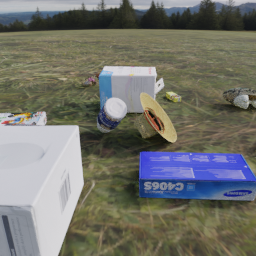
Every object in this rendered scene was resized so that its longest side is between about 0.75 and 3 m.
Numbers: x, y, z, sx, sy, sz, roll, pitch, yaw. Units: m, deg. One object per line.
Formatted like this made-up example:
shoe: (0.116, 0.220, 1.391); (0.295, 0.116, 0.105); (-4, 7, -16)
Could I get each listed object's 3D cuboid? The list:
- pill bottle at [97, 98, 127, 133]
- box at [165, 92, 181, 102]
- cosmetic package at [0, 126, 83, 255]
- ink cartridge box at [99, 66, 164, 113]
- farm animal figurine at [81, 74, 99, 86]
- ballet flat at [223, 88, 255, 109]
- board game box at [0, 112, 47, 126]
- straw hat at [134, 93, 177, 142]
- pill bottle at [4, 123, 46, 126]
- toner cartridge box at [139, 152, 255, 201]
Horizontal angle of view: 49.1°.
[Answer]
pill bottle: (-0.643, -0.393, 10.024); (0.809, 1.459, 0.809); (9, 62, -18)
box: (2.267, -1.574, 14.079); (0.366, 0.244, 0.973); (-10, 26, -21)
cosmetic package: (-2.738, 1.311, 5.869); (2.964, 1.822, 2.954); (2, 25, 4)
ink cartridge box: (0.208, -1.757, 12.680); (2.751, 1.723, 1.768); (2, 25, 4)
farm animal figurine: (-2.108, -2.660, 16.161); (0.947, 0.589, 1.172); (-7, 21, 33)
ballet flat: (5.753, -1.237, 12.731); (2.734, 0.927, 1.029); (7, 44, 11)
board game box: (-4.071, 0.172, 9.953); (1.792, 0.491, 2.839); (-3, 25, -4)
straw hat: (0.740, -0.144, 10.000); (0.945, 2.234, 2.234); (-37, 14, 22)
pill bottle: (-2.779, 0.563, 7.933); (2.561, 1.361, 1.361); (5, 25, 3)
toner cartridge box: (1.738, 1.244, 7.477); (2.865, 0.619, 1.361); (1, 26, 3)
